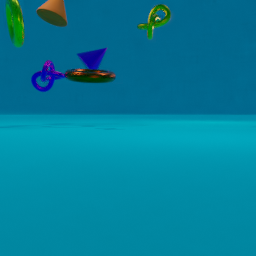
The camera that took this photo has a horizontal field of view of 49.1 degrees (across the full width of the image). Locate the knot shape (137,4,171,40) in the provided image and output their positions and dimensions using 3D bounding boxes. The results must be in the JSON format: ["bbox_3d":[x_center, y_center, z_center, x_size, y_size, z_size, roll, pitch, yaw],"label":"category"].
[{"bbox_3d":[0.837,-3.315,8.639,0.529,1.072,1.145,39,16,-24],"label":"knot shape"}]

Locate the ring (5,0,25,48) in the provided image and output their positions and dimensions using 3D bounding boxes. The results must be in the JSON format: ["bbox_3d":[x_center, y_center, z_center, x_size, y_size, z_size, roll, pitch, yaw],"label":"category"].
[{"bbox_3d":[-3.493,-3.267,8.645,0.304,1.519,1.519,-12,8,-27],"label":"ring"}]

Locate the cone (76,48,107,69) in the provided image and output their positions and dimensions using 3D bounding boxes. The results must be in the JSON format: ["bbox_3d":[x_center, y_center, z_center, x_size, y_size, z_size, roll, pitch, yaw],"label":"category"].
[{"bbox_3d":[-1.379,-3.119,12.224,1.236,1.232,1.232,-40,5,-2],"label":"cone"}]

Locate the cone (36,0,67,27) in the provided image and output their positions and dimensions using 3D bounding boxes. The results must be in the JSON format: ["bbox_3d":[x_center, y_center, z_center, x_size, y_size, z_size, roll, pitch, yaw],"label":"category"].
[{"bbox_3d":[-2.475,-4.304,9.738,1.088,1.092,1.088,16,-7,2],"label":"cone"}]

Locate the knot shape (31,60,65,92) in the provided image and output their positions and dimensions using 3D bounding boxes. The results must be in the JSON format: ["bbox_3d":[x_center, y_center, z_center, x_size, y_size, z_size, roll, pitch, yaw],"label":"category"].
[{"bbox_3d":[-2.919,-1.944,10.213,1.229,0.568,1.150,-28,-23,-23],"label":"knot shape"}]

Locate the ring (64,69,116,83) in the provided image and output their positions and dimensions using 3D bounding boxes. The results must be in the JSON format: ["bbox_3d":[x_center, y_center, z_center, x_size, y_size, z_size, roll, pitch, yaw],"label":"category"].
[{"bbox_3d":[-1.317,-1.835,9.805,1.784,0.357,1.784,3,16,-1],"label":"ring"}]
